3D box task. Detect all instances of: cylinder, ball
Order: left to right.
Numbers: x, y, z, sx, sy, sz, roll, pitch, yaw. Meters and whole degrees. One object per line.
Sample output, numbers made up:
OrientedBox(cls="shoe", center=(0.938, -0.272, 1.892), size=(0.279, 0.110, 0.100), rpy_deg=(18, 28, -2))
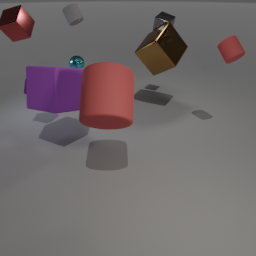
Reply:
OrientedBox(cls="cylinder", center=(-2.419, -4.988, 12.344), size=(0.700, 0.700, 0.700), rpy_deg=(-26, 7, 4))
OrientedBox(cls="ball", center=(-2.290, -2.892, 12.557), size=(0.700, 0.700, 0.700), rpy_deg=(0, 28, 0))
OrientedBox(cls="cylinder", center=(-0.546, -0.798, 7.398), size=(1.400, 1.400, 1.400), rpy_deg=(1, -15, 0))
OrientedBox(cls="cylinder", center=(3.561, -2.704, 9.674), size=(0.700, 0.700, 0.700), rpy_deg=(-23, -10, -4))

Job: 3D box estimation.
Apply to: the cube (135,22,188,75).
OrientedBox(cls="cube", center=(1.434, -3.377, 12.080), size=(1.400, 1.400, 1.400), rpy_deg=(-11, 39, 52))

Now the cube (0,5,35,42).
OrientedBox(cls="cube", center=(-3.417, -3.198, 8.608), size=(0.700, 0.700, 0.700), rpy_deg=(-6, 63, 20))

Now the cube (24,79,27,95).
OrientedBox(cls="cube", center=(-3.469, -1.615, 10.731), size=(0.700, 0.700, 0.700), rpy_deg=(26, 40, 0))

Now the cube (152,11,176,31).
OrientedBox(cls="cube", center=(1.610, -4.665, 12.555), size=(0.700, 0.700, 0.700), rpy_deg=(29, 53, 16))

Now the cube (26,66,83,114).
OrientedBox(cls="cube", center=(-2.383, -1.319, 9.359), size=(1.400, 1.400, 1.400), rpy_deg=(10, 14, 31))
